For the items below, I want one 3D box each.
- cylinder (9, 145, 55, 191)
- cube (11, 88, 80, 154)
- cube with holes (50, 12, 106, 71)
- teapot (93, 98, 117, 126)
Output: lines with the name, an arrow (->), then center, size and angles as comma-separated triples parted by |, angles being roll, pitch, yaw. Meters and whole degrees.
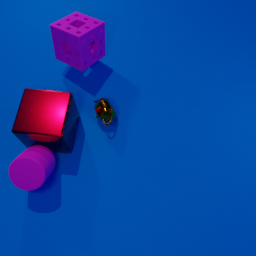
cylinder -> -2.486, 1.023, 7.345 | 0.924, 0.924, 0.924 | 0, 105, 2
cube -> -2.265, -0.169, 8.019 | 1.357, 1.357, 1.357 | 6, 66, 3
cube with holes -> -1.537, -2.744, 8.846 | 1.168, 1.168, 1.168 | 28, 51, 22
teapot -> -0.748, -0.543, 8.571 | 0.610, 0.774, 1.245 | -31, 51, 6
